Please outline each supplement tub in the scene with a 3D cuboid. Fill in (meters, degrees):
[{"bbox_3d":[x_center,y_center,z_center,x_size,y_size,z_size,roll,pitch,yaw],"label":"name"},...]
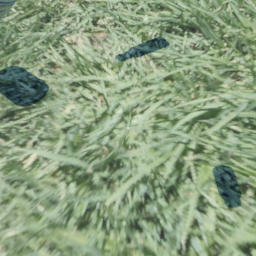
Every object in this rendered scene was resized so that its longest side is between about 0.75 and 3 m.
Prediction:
[{"bbox_3d":[-2.959,-2.986,5.970,1.683,1.110,1.110,-2,39,50],"label":"supplement tub"}]
